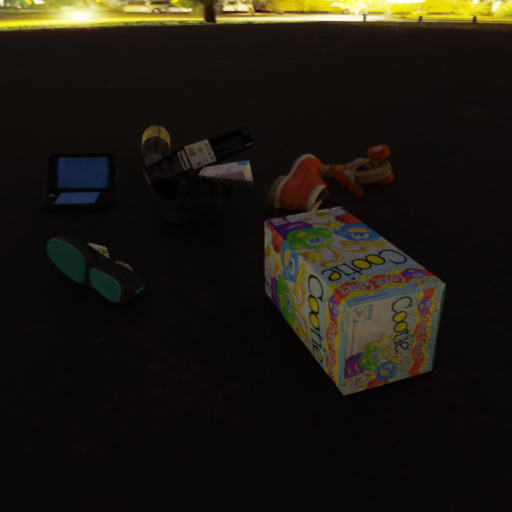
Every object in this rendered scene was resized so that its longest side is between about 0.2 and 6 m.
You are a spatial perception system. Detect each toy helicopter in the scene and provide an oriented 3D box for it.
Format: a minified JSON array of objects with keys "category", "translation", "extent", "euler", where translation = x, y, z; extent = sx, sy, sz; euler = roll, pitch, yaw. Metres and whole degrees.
[{"category":"toy helicopter","translation":[1.989,-1.835,12.491],"extent":[2.002,0.790,1.324],"euler":[5,35,32]}]

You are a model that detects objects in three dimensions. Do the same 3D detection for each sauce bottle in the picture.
[{"category":"sauce bottle","translation":[-2.477,-2.615,13.731],"extent":[0.724,0.724,2.238],"euler":[-3,27,-6]}]

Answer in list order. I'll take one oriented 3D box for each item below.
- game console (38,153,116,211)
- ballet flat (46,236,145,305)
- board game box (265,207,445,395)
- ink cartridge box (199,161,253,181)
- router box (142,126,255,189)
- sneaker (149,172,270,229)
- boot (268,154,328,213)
[{"category":"game console","translation":[-3.680,-1.535,11.560],"extent":[1.431,0.833,1.258],"euler":[-1,28,-2]},{"category":"ballet flat","translation":[-2.421,0.201,8.592],"extent":[1.866,0.634,0.638],"euler":[30,30,28]},{"category":"board game box","translation":[1.116,0.445,7.302],"extent":[1.249,1.272,2.426],"euler":[-11,29,-18]},{"category":"ink cartridge box","translation":[-0.667,-1.419,11.322],"extent":[1.122,0.702,0.721],"euler":[-8,25,12]},{"category":"router box","translation":[-1.263,-2.195,12.457],"extent":[1.566,0.536,2.100],"euler":[-14,12,44]},{"category":"sneaker","translation":[-0.895,-1.061,10.101],"extent":[2.294,1.041,0.871],"euler":[-2,66,20]},{"category":"boot","translation":[1.104,-1.471,11.622],"extent":[1.025,0.717,1.911],"euler":[16,41,21]}]
